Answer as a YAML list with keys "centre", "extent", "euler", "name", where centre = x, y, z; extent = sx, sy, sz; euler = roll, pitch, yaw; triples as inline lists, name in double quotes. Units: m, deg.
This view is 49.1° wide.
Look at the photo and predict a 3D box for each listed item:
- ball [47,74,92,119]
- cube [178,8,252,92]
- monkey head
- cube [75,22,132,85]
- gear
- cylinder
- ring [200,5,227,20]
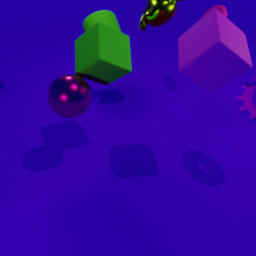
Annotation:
- centre: [-1.364, -0.742, 6.590]
  extent: [1.037, 1.037, 1.037]
  euler: [0, 39, 0]
  name: "ball"
- centre: [1.756, -1.561, 5.787]
  extent: [1.019, 1.019, 1.019]
  euler: [25, 52, -28]
  name: "cube"
- centre: [0.848, -3.671, 8.340]
  extent: [1.640, 1.180, 0.988]
  euler: [-36, 38, 8]
  name: "monkey head"
- centre: [-0.630, -1.803, 6.995]
  extent: [1.011, 1.011, 1.011]
  euler: [11, 68, -42]
  name: "cube"
- centre: [3.167, -0.633, 6.211]
  extent: [1.349, 0.249, 1.349]
  euler: [-16, 56, 25]
  name: "gear"
- centre: [-0.782, -3.029, 9.230]
  extent: [1.150, 1.150, 1.150]
  euler: [-16, 78, -19]
  name: "cylinder"
- centre: [2.889, -3.650, 9.733]
  extent: [0.257, 1.286, 1.286]
  euler: [22, 30, -27]
  name: "ring"
